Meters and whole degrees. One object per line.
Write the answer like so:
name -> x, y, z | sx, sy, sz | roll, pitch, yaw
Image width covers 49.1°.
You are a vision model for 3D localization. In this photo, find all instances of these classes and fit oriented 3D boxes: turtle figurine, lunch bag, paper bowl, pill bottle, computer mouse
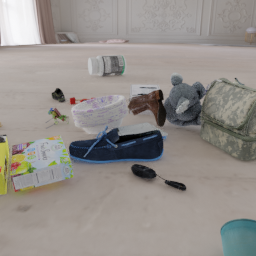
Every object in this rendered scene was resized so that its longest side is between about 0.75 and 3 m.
turtle figurine -> -2.969, -0.338, 11.749 | 0.912, 0.940, 0.677 | 13, -7, -21
lunch bag -> 3.727, -0.428, 9.491 | 1.800, 2.167, 2.584 | -9, 23, -21
paper bowl -> -1.038, -0.485, 10.788 | 2.109, 1.097, 2.109 | -11, 17, 3
pill bottle -> -1.590, -4.724, 21.113 | 2.640, 1.493, 1.493 | -7, 23, -20
computer mouse -> 0.791, 1.390, 7.637 | 1.661, 0.283, 0.487 | 20, 11, 31

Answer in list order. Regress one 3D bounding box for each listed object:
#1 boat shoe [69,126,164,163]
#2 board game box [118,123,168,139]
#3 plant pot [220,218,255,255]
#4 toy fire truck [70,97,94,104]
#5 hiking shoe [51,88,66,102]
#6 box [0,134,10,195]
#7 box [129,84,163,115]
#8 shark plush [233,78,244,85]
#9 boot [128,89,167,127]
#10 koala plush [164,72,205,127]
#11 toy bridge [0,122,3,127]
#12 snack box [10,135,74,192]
boat shoe -> -0.380, 0.414, 8.937 | 2.981, 1.023, 1.254 | -3, 22, -7
board game box -> 0.408, 0.204, 10.479 | 1.584, 0.205, 1.584 | -10, 21, -24
plant pot -> 2.073, 2.195, 4.837 | 0.899, 0.899, 0.845 | 5, 38, 13
toy fire truck -> -2.255, -1.376, 14.373 | 1.275, 0.311, 0.899 | -12, 25, -27
hiking shoe -> -3.742, -1.855, 15.079 | 0.506, 0.672, 1.336 | -16, 27, -35
box -> -3.952, 1.002, 7.942 | 1.005, 0.669, 2.669 | -7, 23, -17
box -> 0.859, -1.486, 13.969 | 1.572, 0.810, 2.696 | 0, 22, 1
shark plush -> 6.974, -2.628, 17.653 | 0.640, 0.698, 1.537 | 39, 19, 29
boot -> 0.719, -0.675, 11.487 | 1.694, 1.578, 0.544 | -13, -20, 40
koala plush -> 2.105, -1.036, 10.741 | 1.859, 1.794, 2.023 | -11, -20, 15
toy bridge -> -5.669, -0.016, 11.171 | 1.257, 0.171, 0.423 | -11, 27, -25
snack box -> -2.505, 0.922, 8.044 | 1.520, 0.566, 2.137 | -12, 21, -18
